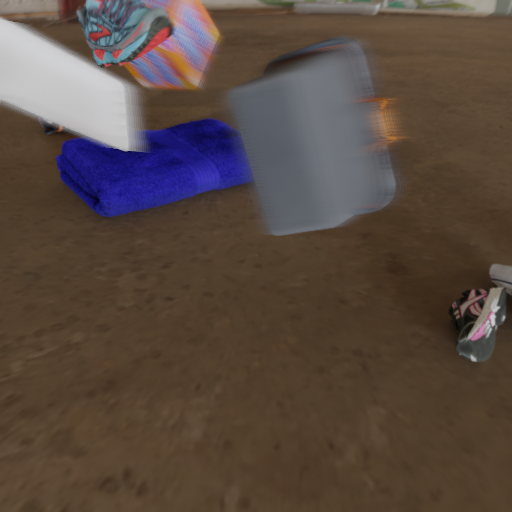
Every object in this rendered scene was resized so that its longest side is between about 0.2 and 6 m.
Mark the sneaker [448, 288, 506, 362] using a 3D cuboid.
[{"bbox_3d":[3.028,0.945,7.911,0.689,0.641,1.596,3,21,35],"label":"sneaker"}]

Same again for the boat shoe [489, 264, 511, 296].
[{"bbox_3d":[4.080,0.654,7.970,0.936,0.849,2.544,7,6,-4],"label":"boat shoe"}]

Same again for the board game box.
[{"bbox_3d":[-1.723,-4.062,10.423,1.305,1.305,1.306,12,73,28],"label":"board game box"}]

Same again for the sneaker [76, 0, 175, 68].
[{"bbox_3d":[-1.665,-2.746,6.584,0.722,0.870,1.822,-43,32,-23],"label":"sneaker"}]

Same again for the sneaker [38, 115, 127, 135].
[{"bbox_3d":[-4.988,-3.899,15.708,1.981,1.372,3.537,-22,26,-26],"label":"sneaker"}]

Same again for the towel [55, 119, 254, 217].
[{"bbox_3d":[-2.111,-2.216,12.792,4.202,1.041,3.103,-20,34,-30],"label":"towel"}]

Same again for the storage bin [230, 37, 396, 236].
[{"bbox_3d":[0.786,-1.458,7.335,1.786,2.455,1.649,-7,19,32],"label":"storage bin"}]

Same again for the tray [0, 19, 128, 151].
[{"bbox_3d":[-3.103,-2.610,8.919,0.283,1.368,2.548,-17,-18,31],"label":"tray"}]
